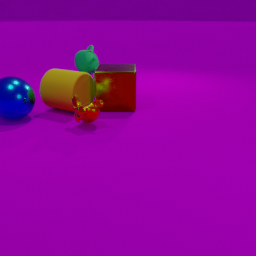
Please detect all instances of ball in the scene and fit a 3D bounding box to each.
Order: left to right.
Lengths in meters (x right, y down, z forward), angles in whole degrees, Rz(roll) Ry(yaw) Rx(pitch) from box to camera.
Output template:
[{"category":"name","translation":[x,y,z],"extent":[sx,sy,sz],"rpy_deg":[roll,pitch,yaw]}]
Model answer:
[{"category":"ball","translation":[-3.533,-0.903,8.561],"extent":[1.342,1.342,1.342],"rpy_deg":[0,23,0]}]

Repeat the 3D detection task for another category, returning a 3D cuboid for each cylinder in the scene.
[{"category":"cylinder","translation":[-1.989,-1.246,9.349],"extent":[1.329,1.329,1.329],"rpy_deg":[12,26,25]}]

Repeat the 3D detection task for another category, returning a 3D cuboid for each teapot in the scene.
[{"category":"teapot","translation":[-1.577,-2.567,11.038],"extent":[0.789,1.612,1.003],"rpy_deg":[-14,-27,37]}]

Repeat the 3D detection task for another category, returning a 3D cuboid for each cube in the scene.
[{"category":"cube","translation":[-0.401,-1.424,9.737],"extent":[1.367,1.367,1.367],"rpy_deg":[0,23,1]}]

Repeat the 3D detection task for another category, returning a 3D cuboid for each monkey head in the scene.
[{"category":"monkey head","translation":[-1.219,-0.573,8.130],"extent":[0.736,0.878,1.221],"rpy_deg":[-15,-11,-34]}]
